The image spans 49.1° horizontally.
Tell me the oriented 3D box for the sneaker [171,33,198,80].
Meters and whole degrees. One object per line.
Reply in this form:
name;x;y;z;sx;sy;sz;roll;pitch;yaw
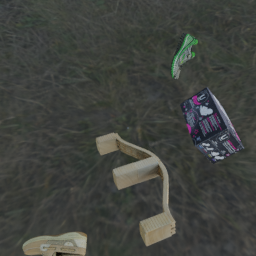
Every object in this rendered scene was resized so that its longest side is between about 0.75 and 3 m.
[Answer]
sneaker;1.170;-1.476;5.931;0.415;0.973;0.380;21;25;6

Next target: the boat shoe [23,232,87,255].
boat shoe;-1.009;1.625;3.754;0.954;0.340;0.308;-16;52;16

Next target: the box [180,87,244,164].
box;1.843;-0.065;6.230;0.778;0.896;1.357;-33;40;24

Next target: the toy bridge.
toy bridge;0.181;0.825;5.197;0.919;0.372;2.733;-17;34;-14
